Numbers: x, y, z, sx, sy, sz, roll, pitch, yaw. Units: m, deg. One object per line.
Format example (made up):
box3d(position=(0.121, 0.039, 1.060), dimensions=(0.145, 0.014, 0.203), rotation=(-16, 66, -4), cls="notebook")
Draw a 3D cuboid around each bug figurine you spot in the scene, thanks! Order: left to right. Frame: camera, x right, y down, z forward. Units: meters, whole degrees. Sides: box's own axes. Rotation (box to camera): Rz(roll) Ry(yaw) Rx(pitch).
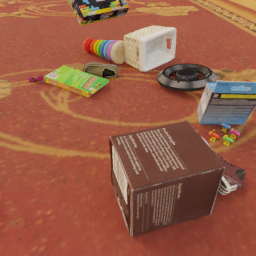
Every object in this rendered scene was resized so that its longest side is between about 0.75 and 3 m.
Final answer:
box3d(position=(3.362, 0.175, 9.686), dimensions=(0.861, 0.286, 1.111), rotation=(31, 47, 34), cls="bug figurine")

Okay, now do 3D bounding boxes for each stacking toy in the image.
box3d(position=(-1.303, -4.223, 14.778), dimensions=(2.729, 1.165, 1.165), rotation=(26, 44, 36), cls="stacking toy")

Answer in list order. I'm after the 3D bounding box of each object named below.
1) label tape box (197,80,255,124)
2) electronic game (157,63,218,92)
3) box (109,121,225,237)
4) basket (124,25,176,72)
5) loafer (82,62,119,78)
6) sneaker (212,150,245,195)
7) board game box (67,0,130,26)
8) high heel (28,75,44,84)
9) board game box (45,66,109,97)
box3d(position=(3.453, -1.020, 9.509), dimensions=(1.662, 2.320, 0.767), rotation=(1, 56, 0), cls="label tape box")
box3d(position=(2.646, -2.286, 12.607), dimensions=(2.658, 0.553, 2.658), rotation=(-4, 32, 3), cls="electronic game")
box3d(position=(0.831, 1.216, 7.073), dimensions=(2.231, 1.832, 1.851), rotation=(-11, 39, -13), cls="box")
box3d(position=(1.083, -4.089, 14.072), dimensions=(2.441, 1.655, 1.506), rotation=(-31, 45, -34), cls="basket")
box3d(position=(-1.277, -2.683, 13.067), dimensions=(1.701, 0.640, 0.593), rotation=(-2, 34, -3), cls="loafer")
box3d(position=(2.783, 1.128, 8.268), dimensions=(1.023, 0.670, 1.771), rotation=(-6, 48, -16), cls="sneaker")
box3d(position=(-1.024, -4.160, 8.944), dimensions=(1.737, 0.493, 1.436), rotation=(-25, 86, -29), cls="board game box")
box3d(position=(-4.218, -2.292, 12.757), dimensions=(0.843, 0.405, 0.284), rotation=(10, 39, 13), cls="high heel")
box3d(position=(-2.272, -2.102, 12.544), dimensions=(2.741, 0.411, 1.309), rotation=(19, 43, 27), cls="board game box")
